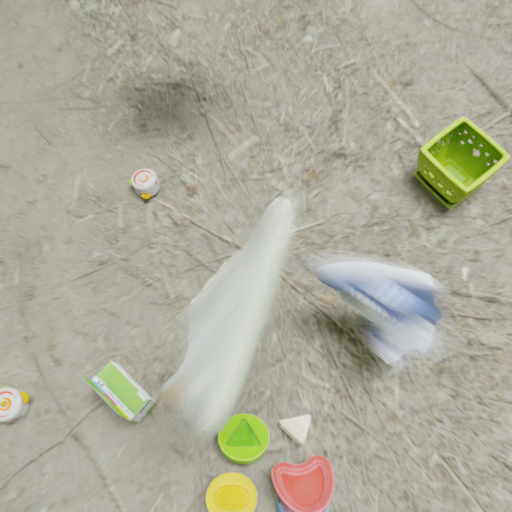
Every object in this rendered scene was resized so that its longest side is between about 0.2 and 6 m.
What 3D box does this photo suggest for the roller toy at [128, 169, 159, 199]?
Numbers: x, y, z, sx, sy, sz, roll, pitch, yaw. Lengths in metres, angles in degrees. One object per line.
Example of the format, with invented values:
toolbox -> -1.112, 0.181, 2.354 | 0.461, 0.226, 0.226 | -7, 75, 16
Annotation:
roller toy -> -2.304, -1.505, 11.719 | 0.536, 0.411, 0.587 | -42, 65, -16

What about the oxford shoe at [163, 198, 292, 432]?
oxford shoe -> -0.287, 0.544, 7.160 | 0.945, 1.230, 3.272 | 19, 65, 7

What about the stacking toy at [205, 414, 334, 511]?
stacking toy -> 0.209, 3.802, 9.711 | 2.122, 0.896, 1.921 | -1, 43, -3

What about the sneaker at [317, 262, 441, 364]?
sneaker -> 1.926, 0.938, 8.923 | 2.028, 0.817, 1.485 | 8, 77, -14

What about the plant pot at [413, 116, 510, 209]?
plant pot -> 4.070, -1.801, 11.421 | 1.298, 1.183, 1.304 | -37, 73, -12

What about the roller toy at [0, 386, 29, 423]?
roller toy -> -4.457, 2.690, 10.087 | 0.659, 0.461, 0.601 | 15, 70, 6

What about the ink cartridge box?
ink cartridge box -> -2.365, 2.333, 9.728 | 1.021, 1.381, 0.523 | 41, 74, 14
